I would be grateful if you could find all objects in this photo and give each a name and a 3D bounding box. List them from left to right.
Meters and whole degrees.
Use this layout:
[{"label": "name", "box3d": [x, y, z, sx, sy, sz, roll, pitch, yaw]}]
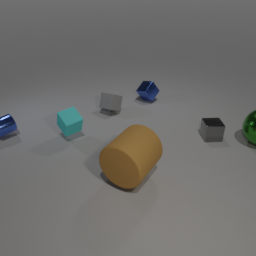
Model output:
[{"label": "cylinder", "box3d": [-4.731, -0.095, 10.689, 0.700, 0.700, 0.700, -31, 41, -34]}, {"label": "cube", "box3d": [-2.156, -0.238, 10.374, 0.700, 0.700, 0.700, -25, 64, -30]}, {"label": "cube", "box3d": [-0.764, -1.170, 12.515, 0.700, 0.700, 0.700, 13, 5, 38]}, {"label": "cylinder", "box3d": [0.106, 0.807, 8.215, 1.400, 1.400, 1.400, 16, 35, 27]}, {"label": "cube", "box3d": [0.973, -1.819, 13.719, 0.700, 0.700, 0.700, 13, 63, 50]}, {"label": "cube", "box3d": [3.219, 0.068, 10.728, 0.700, 0.700, 0.700, -2, 29, -3]}, {"label": "ball", "box3d": [4.908, -0.015, 10.163, 1.400, 1.400, 1.400, 0, 29, 0]}]
